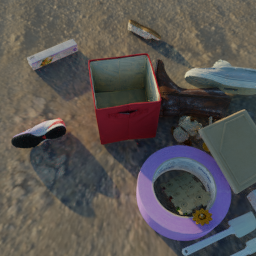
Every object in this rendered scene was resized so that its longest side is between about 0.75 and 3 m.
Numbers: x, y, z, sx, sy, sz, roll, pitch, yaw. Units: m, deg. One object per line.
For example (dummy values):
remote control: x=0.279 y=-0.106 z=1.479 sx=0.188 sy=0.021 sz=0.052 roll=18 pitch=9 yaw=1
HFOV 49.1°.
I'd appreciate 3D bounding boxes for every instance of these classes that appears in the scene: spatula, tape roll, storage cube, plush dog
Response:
spatula: x=2.990 y=3.597 z=7.717 sx=2.699 sy=0.217 sz=1.876 roll=-15 pitch=60 yaw=-21
tape roll: x=1.641 y=1.928 z=8.571 sx=2.738 sy=0.898 sz=2.738 roll=0 pitch=58 yaw=0
storage cube: x=-0.135 y=-0.967 z=9.683 sx=2.067 sy=2.174 sz=2.418 roll=-8 pitch=57 yaw=-5
plush dog: x=2.040 y=0.094 z=9.897 sx=1.097 sy=0.880 sz=0.942 roll=42 pitch=90 yaw=23

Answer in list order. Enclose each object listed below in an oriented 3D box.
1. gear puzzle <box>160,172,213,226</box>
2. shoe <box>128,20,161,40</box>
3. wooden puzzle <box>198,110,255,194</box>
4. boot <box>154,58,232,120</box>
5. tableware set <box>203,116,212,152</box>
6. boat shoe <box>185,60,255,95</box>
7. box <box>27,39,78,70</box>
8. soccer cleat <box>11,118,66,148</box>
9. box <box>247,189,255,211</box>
gear puzzle: x=1.852 y=2.115 z=8.279 sx=1.109 sy=0.280 sz=2.141 roll=-24 pitch=28 yaw=-7
shoe: x=0.747 y=-4.443 z=12.987 sx=1.752 sy=0.468 sz=0.613 roll=33 pitch=31 yaw=15
wooden puzzle: x=3.510 y=0.673 z=8.842 sx=2.331 sy=0.434 sz=2.156 roll=-20 pitch=75 yaw=-28
boot: x=2.400 y=-1.528 z=10.771 sx=2.835 sy=0.910 sz=2.642 roll=0 pitch=70 yaw=4
tableware set: x=4.027 y=0.654 z=9.733 sx=2.761 sy=0.424 sz=1.860 roll=10 pitch=61 yaw=5
boat shoe: x=3.732 y=-2.044 z=10.943 sx=3.009 sy=1.050 sz=1.072 roll=9 pitch=76 yaw=-2
box: x=-3.237 y=-3.194 z=12.138 sx=2.192 sy=0.424 sz=0.454 roll=-30 pitch=66 yaw=-18
soccer cleat: x=-3.165 y=0.169 z=9.942 sx=1.904 sy=0.649 sz=0.697 roll=-19 pitch=42 yaw=-11
box: x=4.103 y=2.312 z=8.555 sx=0.405 sy=0.516 sz=0.830 roll=-17 pitch=59 yaw=-11
